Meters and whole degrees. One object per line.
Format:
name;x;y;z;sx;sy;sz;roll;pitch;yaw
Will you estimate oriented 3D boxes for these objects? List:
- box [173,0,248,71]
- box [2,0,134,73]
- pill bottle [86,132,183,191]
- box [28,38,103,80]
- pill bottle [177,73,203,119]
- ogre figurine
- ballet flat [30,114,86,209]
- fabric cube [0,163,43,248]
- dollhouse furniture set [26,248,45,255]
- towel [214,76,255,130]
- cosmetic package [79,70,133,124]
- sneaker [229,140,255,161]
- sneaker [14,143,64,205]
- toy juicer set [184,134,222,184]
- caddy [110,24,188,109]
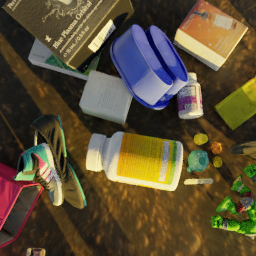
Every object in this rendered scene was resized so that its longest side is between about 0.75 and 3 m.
box;2.593;-2.973;9.004;1.770;0.941;1.347;34;82;6
box;-1.636;-3.387;8.009;2.525;1.483;2.484;41;97;6
pill bottle;0.169;0.885;8.065;2.565;1.425;1.425;10;80;2
box;-1.753;-3.215;9.235;2.121;0.534;2.939;17;83;2
pill bottle;1.906;-1.002;8.758;0.750;0.750;1.335;-2;80;0
ogre figurine;3.437;2.230;8.061;1.252;1.025;2.088;35;70;18
ballet flat;-2.117;1.047;8.110;1.004;0.998;2.936;-16;80;-22
fabric cube;-3.758;1.980;7.688;1.855;1.826;1.861;25;82;6
dollhouse furniture set;-1.809;4.282;7.385;2.231;1.583;1.768;4;80;1
towel;3.952;-0.954;9.024;2.259;0.204;0.972;-36;81;-6
cosmetic package;-0.609;-0.900;8.537;1.366;1.127;1.126;17;80;2
sneaker;4.020;0.757;8.498;1.859;0.706;0.844;-3;86;1
sneaker;-2.264;1.232;6.932;0.987;0.684;1.635;-13;77;-39
toy juicer set;2.328;1.077;8.592;1.057;0.452;1.662;23;77;-14
caddy;0.570;-1.825;8.442;1.835;1.362;2.596;-18;76;-46
